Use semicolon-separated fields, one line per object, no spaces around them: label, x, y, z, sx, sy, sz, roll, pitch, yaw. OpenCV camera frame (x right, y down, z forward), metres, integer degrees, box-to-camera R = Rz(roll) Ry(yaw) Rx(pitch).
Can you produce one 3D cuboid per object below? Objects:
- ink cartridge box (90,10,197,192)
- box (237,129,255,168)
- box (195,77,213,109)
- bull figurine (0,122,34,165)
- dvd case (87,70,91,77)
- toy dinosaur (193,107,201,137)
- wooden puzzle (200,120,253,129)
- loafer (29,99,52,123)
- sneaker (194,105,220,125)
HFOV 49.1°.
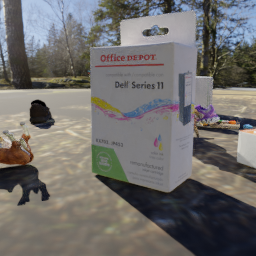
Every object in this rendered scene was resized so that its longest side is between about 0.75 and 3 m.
ink cartridge box;0.235;-0.553;4.946;1.706;2.913;0.980;7;11;35
box;3.033;0.478;5.511;0.897;0.703;1.443;-5;11;-25
box;3.219;-1.670;14.217;1.892;1.883;1.621;2;10;8
bull figurine;-2.767;0.365;5.576;1.710;1.038;0.557;3;34;-16
dvd case;-1.809;-2.743;14.503;0.557;0.084;0.763;19;-10;-1
toy dinosaur;1.413;-0.177;8.097;2.031;1.286;2.996;18;4;33
wooden puzzle;3.671;-0.181;10.659;1.841;0.215;1.242;3;11;14
loafer;-3.820;-0.822;12.297;0.913;0.892;2.502;-3;10;-16
sneaker;2.533;-0.485;10.483;1.654;0.731;0.665;-9;9;27
